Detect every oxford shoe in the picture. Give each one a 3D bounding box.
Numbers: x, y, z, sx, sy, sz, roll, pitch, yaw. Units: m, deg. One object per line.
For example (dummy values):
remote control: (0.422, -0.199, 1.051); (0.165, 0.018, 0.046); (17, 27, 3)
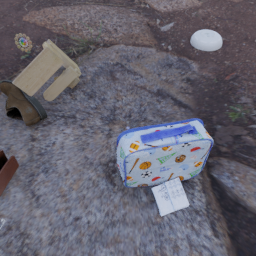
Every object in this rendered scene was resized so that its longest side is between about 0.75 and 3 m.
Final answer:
oxford shoe: (-4.426, -1.033, 10.984); (1.149, 0.989, 2.721); (-37, 57, -26)

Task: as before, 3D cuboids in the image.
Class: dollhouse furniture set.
dollhouse furniture set: (-3.309, -2.293, 11.707); (1.874, 2.187, 2.300); (-43, 37, 8)

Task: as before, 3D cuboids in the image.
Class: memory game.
memory game: (-4.279, -3.484, 11.461); (0.797, 0.797, 0.051); (10, 40, 9)

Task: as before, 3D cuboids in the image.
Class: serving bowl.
serving bowl: (4.132, -4.691, 14.644); (1.662, 0.547, 1.662); (0, 48, 0)

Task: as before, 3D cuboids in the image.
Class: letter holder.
letter holder: (-4.234, 1.377, 8.661); (0.785, 1.110, 1.562); (10, 48, 9)

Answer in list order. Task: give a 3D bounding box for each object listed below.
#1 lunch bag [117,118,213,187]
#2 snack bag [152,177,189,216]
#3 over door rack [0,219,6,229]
lunch bag: (1.097, 0.742, 8.443); (2.853, 2.286, 1.078); (-11, 49, -9)
snack bag: (1.267, 2.064, 8.446); (0.972, 0.104, 0.916); (-16, 77, -14)
over door rack: (-3.839, 2.862, 7.811); (0.621, 0.280, 0.841); (15, 70, 14)
